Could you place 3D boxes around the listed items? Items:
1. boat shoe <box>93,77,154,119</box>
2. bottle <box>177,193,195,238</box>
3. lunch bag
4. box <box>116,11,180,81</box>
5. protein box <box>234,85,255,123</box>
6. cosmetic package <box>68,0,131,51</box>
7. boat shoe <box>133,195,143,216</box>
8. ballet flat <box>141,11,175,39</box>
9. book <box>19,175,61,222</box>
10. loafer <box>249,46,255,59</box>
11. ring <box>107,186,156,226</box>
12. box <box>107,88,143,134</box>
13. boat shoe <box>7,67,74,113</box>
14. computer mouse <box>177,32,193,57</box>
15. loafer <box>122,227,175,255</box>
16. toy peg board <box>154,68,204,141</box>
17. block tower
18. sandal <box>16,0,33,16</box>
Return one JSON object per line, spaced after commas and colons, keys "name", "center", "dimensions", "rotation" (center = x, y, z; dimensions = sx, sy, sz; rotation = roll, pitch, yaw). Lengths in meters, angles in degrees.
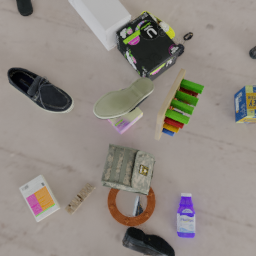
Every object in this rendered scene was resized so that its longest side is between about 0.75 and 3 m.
{"name": "boat shoe", "center": [-0.192, -0.952, 10.327], "dimensions": [1.028, 0.913, 2.752], "rotation": [45, 57, 8]}
{"name": "bottle", "center": [2.126, 3.178, 10.232], "dimensions": [0.647, 0.506, 1.549], "rotation": [4, 78, 0]}
{"name": "lunch bag", "center": [0.051, 1.533, 10.212], "dimensions": [1.819, 1.069, 1.492], "rotation": [11, 68, 2]}
{"name": "box", "center": [0.762, -3.146, 11.126], "dimensions": [1.560, 1.305, 2.100], "rotation": [-37, 81, -7]}
{"name": "protein box", "center": [4.687, -0.880, 10.729], "dimensions": [0.798, 1.174, 1.183], "rotation": [1, 78, 0]}
{"name": "cosmetic package", "center": [-1.242, -4.857, 11.344], "dimensions": [1.258, 1.595, 2.964], "rotation": [-37, 82, -9]}
{"name": "boat shoe", "center": [0.416, 2.913, 10.434], "dimensions": [0.345, 0.269, 0.759], "rotation": [12, 83, -4]}
{"name": "ballet flat", "center": [1.232, -4.349, 11.756], "dimensions": [1.706, 0.572, 0.570], "rotation": [36, 82, 7]}
{"name": "book", "center": [-3.300, 2.613, 10.454], "dimensions": [0.967, 0.348, 1.447], "rotation": [-31, 79, -4]}
{"name": "loafer", "center": [5.932, -3.257, 11.503], "dimensions": [1.722, 0.623, 0.627], "rotation": [-15, 78, -4]}
{"name": "ring", "center": [0.128, 2.691, 10.372], "dimensions": [1.804, 0.173, 1.804], "rotation": [0, 68, 1]}
{"name": "box", "center": [-0.278, -0.637, 10.954], "dimensions": [1.159, 0.637, 1.317], "rotation": [-41, 80, -7]}
{"name": "boat shoe", "center": [-3.487, -1.488, 11.001], "dimensions": [2.939, 0.915, 1.097], "rotation": [30, 78, 5]}
{"name": "computer mouse", "center": [2.331, -3.537, 11.768], "dimensions": [0.392, 0.228, 1.339], "rotation": [33, 80, 7]}
{"name": "loafer", "center": [0.726, 4.227, 10.026], "dimensions": [1.946, 0.708, 0.703], "rotation": [26, 115, 0]}
{"name": "toy peg board", "center": [1.660, -0.569, 9.005], "dimensions": [0.891, 1.814, 1.822], "rotation": [24, 66, 14]}
{"name": "block tower", "center": [-1.779, 2.609, 10.431], "dimensions": [0.376, 0.351, 1.299], "rotation": [42, 81, 7]}
{"name": "sandal", "center": [-4.636, -5.890, 12.103], "dimensions": [0.804, 0.512, 2.139], "rotation": [-21, 79, -4]}
